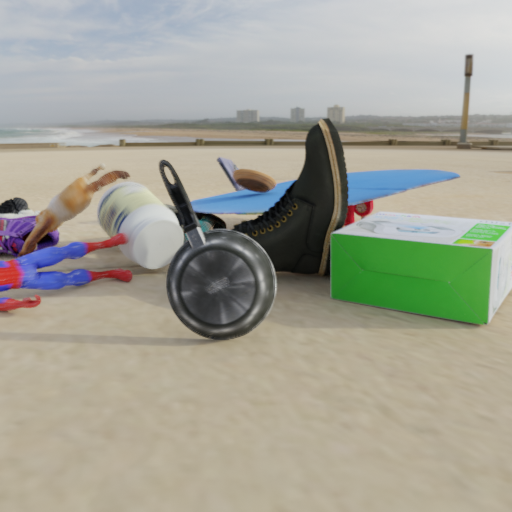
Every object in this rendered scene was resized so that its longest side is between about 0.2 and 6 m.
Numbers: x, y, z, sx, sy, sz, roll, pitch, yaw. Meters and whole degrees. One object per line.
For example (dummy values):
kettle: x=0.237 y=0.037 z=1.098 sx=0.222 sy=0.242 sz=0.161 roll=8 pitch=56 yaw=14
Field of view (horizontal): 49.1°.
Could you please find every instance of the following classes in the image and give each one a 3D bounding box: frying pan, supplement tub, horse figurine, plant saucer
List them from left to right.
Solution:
horse figurine: x=-3.680 y=-1.028 z=11.121 sx=2.447 sy=0.611 sz=1.621 roll=-32 pitch=18 yaw=19
supplement tub: x=-2.137 y=-0.568 z=10.355 sx=1.159 sy=1.159 sz=1.599 roll=-10 pitch=34 yaw=-34
frying pan: x=-0.481 y=-0.085 z=6.933 sx=1.402 sy=2.318 sz=0.377 roll=-3 pitch=4 yaw=5
plant saucer: x=-0.058 y=-1.637 z=12.428 sx=1.002 sy=0.187 sz=1.002 roll=14 pitch=-13 yaw=3

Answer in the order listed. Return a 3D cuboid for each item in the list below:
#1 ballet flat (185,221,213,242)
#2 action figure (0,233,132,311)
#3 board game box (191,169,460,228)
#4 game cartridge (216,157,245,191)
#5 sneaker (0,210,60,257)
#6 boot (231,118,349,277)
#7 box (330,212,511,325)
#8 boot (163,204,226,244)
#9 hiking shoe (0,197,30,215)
ballet flat: x=-0.615 y=0.184 z=8.945 sx=0.688 sy=0.679 sz=2.021 roll=-28 pitch=42 yaw=5
action figure: x=-3.185 y=0.218 z=8.313 sx=3.059 sy=0.998 sz=1.514 roll=-11 pitch=5 yaw=-37
board game box: x=1.518 y=-0.974 z=12.595 sx=5.961 sy=1.161 sz=4.710 roll=-17 pitch=16 yaw=-35
game cartridge: x=-0.573 y=-2.097 z=14.535 sx=0.196 sy=1.023 sz=0.663 roll=-40 pitch=-16 yaw=26
sneaker: x=-5.113 y=-0.369 z=11.200 sx=2.337 sy=0.942 sz=0.975 roll=-15 pitch=36 yaw=-32
boot: x=0.401 y=-0.722 z=9.072 sx=1.968 sy=2.845 sz=1.102 roll=-5 pitch=34 yaw=-3
box: x=2.651 y=0.092 z=8.748 sx=2.355 sy=1.139 sz=2.078 roll=8 pitch=18 yaw=33
boot: x=-1.346 y=-0.511 z=12.374 sx=1.747 sy=0.631 sz=1.319 roll=13 pitch=24 yaw=-26
hiking shoe: x=-5.623 y=-0.449 z=11.964 sx=1.900 sy=0.956 sz=0.719 roll=-26 pitch=50 yaw=-10
